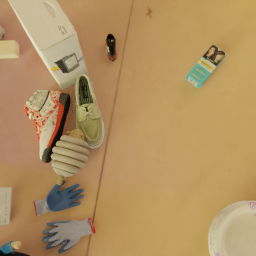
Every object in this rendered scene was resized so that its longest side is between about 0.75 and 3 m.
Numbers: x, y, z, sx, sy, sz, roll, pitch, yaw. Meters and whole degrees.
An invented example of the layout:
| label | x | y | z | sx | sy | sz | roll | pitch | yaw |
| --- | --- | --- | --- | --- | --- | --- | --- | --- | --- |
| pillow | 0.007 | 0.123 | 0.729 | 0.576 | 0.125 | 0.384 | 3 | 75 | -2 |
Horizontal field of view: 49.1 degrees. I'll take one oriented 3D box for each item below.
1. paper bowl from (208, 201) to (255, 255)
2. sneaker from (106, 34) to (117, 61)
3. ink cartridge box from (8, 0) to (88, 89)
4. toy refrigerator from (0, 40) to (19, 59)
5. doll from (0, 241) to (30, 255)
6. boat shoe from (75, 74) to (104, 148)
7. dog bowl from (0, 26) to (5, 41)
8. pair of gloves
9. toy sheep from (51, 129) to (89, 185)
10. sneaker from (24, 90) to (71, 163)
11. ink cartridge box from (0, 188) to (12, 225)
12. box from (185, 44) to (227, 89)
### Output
| label | x | y | z | sx | sy | sz | roll | pitch | yaw |
| --- | --- | --- | --- | --- | --- | --- | --- | --- | --- |
| paper bowl | 3.906 | 3.684 | 8.774 | 2.729 | 1.419 | 2.729 | 0 | 77 | 0 |
| sneaker | -0.653 | -3.160 | 10.860 | 0.391 | 0.540 | 1.106 | -5 | 78 | -4 |
| ink cartridge box | -2.556 | -2.952 | 9.534 | 1.282 | 2.995 | 2.211 | -32 | 79 | -7 |
| toy refrigerator | -5.007 | -3.020 | 10.855 | 1.443 | 0.505 | 0.548 | -3 | 84 | 0 |
| doll | -3.497 | 4.540 | 8.856 | 2.840 | 0.688 | 1.938 | 16 | 93 | 8 |
| boat shoe | -1.506 | -0.628 | 10.092 | 0.984 | 0.848 | 2.732 | -14 | 77 | -3 |
| dog bowl | -5.423 | -3.744 | 11.126 | 0.986 | 0.289 | 0.986 | 0 | 77 | -1 |
| pair of gloves | -2.203 | 2.970 | 9.562 | 1.819 | 0.258 | 2.263 | -18 | 78 | -6 |
| toy sheep | -1.960 | 0.965 | 9.481 | 1.366 | 1.366 | 1.981 | 12 | 77 | 3 |
| sneaker | -3.061 | -0.130 | 9.978 | 1.416 | 0.882 | 2.642 | 11 | 73 | 4 |
| ink cartridge box | -4.568 | 2.609 | 9.333 | 1.230 | 0.266 | 1.207 | 7 | 77 | -30 |
| box | 2.987 | -2.358 | 10.731 | 0.686 | 0.410 | 1.666 | 39 | 80 | 8 |
